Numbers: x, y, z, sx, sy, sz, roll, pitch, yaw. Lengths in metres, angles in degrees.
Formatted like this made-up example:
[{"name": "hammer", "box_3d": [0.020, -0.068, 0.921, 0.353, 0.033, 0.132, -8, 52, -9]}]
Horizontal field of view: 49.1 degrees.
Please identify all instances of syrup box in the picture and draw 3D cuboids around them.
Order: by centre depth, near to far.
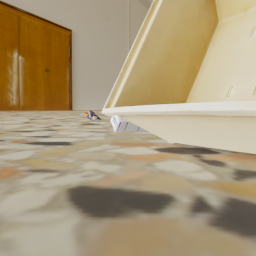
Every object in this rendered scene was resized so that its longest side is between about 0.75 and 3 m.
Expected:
[{"name": "syrup box", "box_3d": [0.087, -0.167, 6.625, 0.909, 0.370, 0.358, -1, 47, -27]}]

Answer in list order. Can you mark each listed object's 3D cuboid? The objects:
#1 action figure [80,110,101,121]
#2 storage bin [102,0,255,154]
[{"name": "action figure", "box_3d": [-1.427, -0.403, 10.996, 0.741, 0.401, 0.766, 16, -18, 45]}, {"name": "storage bin", "box_3d": [1.306, -1.134, 3.246, 1.299, 2.752, 2.772, 28, -11, -26]}]
